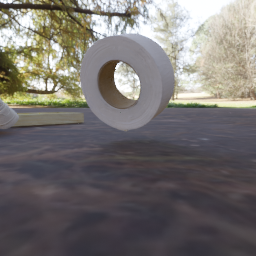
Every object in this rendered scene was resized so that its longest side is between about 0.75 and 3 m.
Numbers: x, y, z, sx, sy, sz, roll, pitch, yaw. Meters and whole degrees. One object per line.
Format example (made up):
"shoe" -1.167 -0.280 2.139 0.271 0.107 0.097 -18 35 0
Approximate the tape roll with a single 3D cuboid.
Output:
"tape roll" -0.042 -0.969 5.951 1.984 1.984 0.694 3 22 30

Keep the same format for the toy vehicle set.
"toy vehicle set" -3.452 -0.380 10.870 1.839 0.392 2.959 5 7 44

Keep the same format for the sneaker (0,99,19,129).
"sneaker" -4.412 -0.705 8.021 2.395 0.882 1.384 2 -39 25
